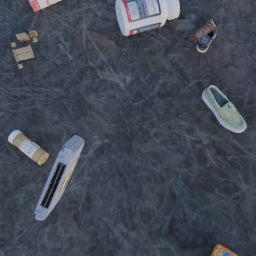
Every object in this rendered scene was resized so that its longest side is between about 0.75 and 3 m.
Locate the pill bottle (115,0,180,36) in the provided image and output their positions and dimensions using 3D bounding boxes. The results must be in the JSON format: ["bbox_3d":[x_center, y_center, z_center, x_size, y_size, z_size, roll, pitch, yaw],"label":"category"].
[{"bbox_3d":[0.826,-4.921,11.830,2.458,1.470,1.470,-16,74,-6],"label":"pill bottle"}]

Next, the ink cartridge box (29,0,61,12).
[{"bbox_3d":[-3.704,-6.119,12.659,1.727,0.583,1.006,-27,75,-6],"label":"ink cartridge box"}]

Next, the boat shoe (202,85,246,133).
[{"bbox_3d":[3.755,-0.732,10.943,0.793,0.683,2.202,-39,77,-11],"label":"boat shoe"}]

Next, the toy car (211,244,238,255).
[{"bbox_3d":[3.928,3.988,9.460,2.262,0.753,1.110,-40,77,-10],"label":"toy car"}]

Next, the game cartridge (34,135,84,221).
[{"bbox_3d":[-1.705,1.205,7.152,0.410,1.336,2.007,24,104,-5],"label":"game cartridge"}]

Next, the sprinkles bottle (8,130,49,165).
[{"bbox_3d":[-3.754,0.730,10.567,1.587,0.541,0.541,35,76,10],"label":"sprinkles bottle"}]

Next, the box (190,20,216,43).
[{"bbox_3d":[2.699,-3.468,10.070,0.886,0.443,0.332,-31,96,30],"label":"box"}]

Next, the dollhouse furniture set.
[{"bbox_3d":[-4.255,-3.324,12.000,1.145,0.656,1.343,-16,97,-4],"label":"dollhouse furniture set"}]

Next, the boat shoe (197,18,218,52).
[{"bbox_3d":[3.462,-4.095,12.063,0.643,0.525,1.741,28,75,8],"label":"boat shoe"}]
